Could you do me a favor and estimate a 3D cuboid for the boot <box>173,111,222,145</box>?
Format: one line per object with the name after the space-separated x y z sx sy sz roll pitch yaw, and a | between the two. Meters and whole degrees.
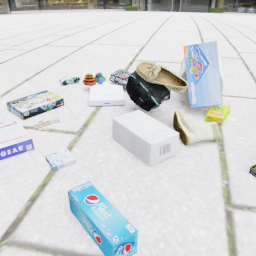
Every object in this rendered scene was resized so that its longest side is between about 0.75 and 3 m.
2.745 -0.071 11.367 1.535 0.715 1.984 -5 35 -8 | boot

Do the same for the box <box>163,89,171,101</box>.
1.807 -1.743 14.409 0.789 0.646 0.340 -21 35 -33 | box

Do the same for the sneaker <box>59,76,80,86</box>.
-3.518 -2.933 16.710 1.202 0.467 0.841 -16 34 -28 | sneaker

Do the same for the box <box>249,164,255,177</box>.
4.674 1.499 9.019 0.908 0.281 1.137 -18 34 -26 | box

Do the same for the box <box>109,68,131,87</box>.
-0.134 -2.852 16.070 1.382 0.436 1.753 23 26 7 | box

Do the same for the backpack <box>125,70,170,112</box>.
0.878 -1.777 12.661 1.892 2.152 1.650 44 68 2 | backpack

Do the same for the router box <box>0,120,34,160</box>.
-4.863 0.516 10.519 2.060 0.503 1.848 -19 34 -30 | router box

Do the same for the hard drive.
-1.142 -1.872 14.942 1.776 0.341 2.692 -2 29 -4 | hard drive

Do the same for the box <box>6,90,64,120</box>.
-4.463 -1.167 13.602 1.526 0.421 2.234 25 38 37 | box

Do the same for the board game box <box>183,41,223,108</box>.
3.358 -2.359 12.560 1.442 2.801 0.272 -7 8 8 | board game box

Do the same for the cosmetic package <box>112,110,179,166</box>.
0.583 0.280 10.491 1.361 0.979 2.412 -18 33 -29 | cosmetic package

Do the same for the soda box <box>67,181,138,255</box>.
-0.697 2.308 7.074 0.711 0.752 2.216 -20 35 -31 | soda box

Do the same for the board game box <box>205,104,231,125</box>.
4.119 -0.657 12.764 0.758 0.355 1.491 16 33 26 | board game box

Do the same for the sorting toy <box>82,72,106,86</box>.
-1.814 -2.860 15.660 0.967 0.661 1.610 17 32 29 | sorting toy

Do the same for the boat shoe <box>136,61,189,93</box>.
1.378 -2.102 11.153 2.216 0.812 0.694 22 -1 1 | boat shoe

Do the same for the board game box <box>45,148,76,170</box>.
-2.371 1.086 9.839 0.833 0.182 0.837 -18 34 -29 | board game box

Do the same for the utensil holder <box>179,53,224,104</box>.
3.721 -2.633 14.351 2.320 2.320 2.730 8 32 13 | utensil holder

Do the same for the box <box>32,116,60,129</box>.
-3.534 -0.254 12.175 1.169 0.242 0.226 -17 34 -29 | box
